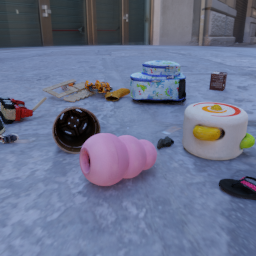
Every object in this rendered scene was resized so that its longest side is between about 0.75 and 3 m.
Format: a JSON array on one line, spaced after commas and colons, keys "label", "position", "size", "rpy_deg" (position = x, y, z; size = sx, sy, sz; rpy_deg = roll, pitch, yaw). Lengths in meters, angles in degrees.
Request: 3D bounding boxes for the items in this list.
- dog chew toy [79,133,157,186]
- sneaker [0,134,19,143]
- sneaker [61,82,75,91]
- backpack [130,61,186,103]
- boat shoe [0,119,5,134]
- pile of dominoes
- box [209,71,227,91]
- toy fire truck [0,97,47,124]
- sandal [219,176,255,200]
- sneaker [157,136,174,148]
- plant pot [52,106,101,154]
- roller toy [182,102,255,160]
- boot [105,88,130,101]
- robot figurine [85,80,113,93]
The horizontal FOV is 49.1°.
[{"label": "dog chew toy", "position": [-0.154, 0.806, 7.779], "size": [2.267, 1.411, 1.411], "rpy_deg": [-3, 20, -33]}, {"label": "sneaker", "position": [-4.364, 0.396, 10.151], "size": [0.790, 0.310, 0.314], "rpy_deg": [-5, 14, 18]}, {"label": "sneaker", "position": [-3.627, -2.636, 17.559], "size": [0.846, 0.586, 1.511], "rpy_deg": [-12, 24, -25]}, {"label": "backpack", "position": [1.571, -2.564, 15.240], "size": [2.925, 2.149, 2.676], "rpy_deg": [-2, 17, 6]}, {"label": "boat shoe", "position": [-5.351, 0.108, 10.264], "size": [0.844, 0.748, 2.257], "rpy_deg": [6, 22, 14]}, {"label": "pile of dominoes", "position": [-3.225, -2.059, 16.347], "size": [2.146, 0.438, 2.754], "rpy_deg": [27, 34, 22]}, {"label": "box", "position": [5.738, -2.985, 17.798], "size": [0.864, 1.052, 0.873], "rpy_deg": [12, 25, 27]}, {"label": "toy fire truck", "position": [-4.758, -0.951, 12.718], "size": [1.830, 1.177, 1.611], "rpy_deg": [0, 17, -33]}, {"label": "sandal", "position": [3.308, 1.521, 7.067], "size": [1.927, 0.434, 0.724], "rpy_deg": [11, 24, 26]}, {"label": "sneaker", "position": [1.324, 0.527, 9.847], "size": [0.372, 0.311, 0.820], "rpy_deg": [26, 35, 34]}, {"label": "plant pot", "position": [-1.881, -0.077, 9.883], "size": [1.579, 1.579, 1.563], "rpy_deg": [-6, 15, -15]}, {"label": "roller toy", "position": [2.874, -0.022, 9.449], "size": [2.265, 1.583, 2.067], "rpy_deg": [-7, 22, -18]}, {"label": "boot", "position": [-0.542, -1.809, 15.634], "size": [1.489, 0.524, 1.066], "rpy_deg": [-7, 26, -4]}, {"label": "robot figurine", "position": [-1.719, -2.402, 16.139], "size": [1.390, 0.558, 1.918], "rpy_deg": [-9, 19, -30]}]
